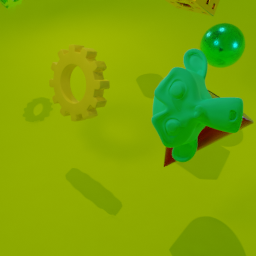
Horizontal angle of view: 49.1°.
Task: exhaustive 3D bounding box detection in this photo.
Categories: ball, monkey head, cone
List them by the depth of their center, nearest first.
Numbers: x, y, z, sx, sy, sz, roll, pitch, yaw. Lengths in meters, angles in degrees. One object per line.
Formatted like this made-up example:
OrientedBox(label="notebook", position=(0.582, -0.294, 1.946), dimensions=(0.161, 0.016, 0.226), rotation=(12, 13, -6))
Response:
OrientedBox(label="monkey head", position=(0.942, -0.262, 3.907), dimensions=(1.251, 1.740, 1.048), rotation=(9, 9, 23))
OrientedBox(label="cone", position=(1.138, 0.097, 5.361), dimensions=(1.678, 1.684, 1.678), rotation=(28, 18, -10))
OrientedBox(label="ball", position=(2.760, -2.408, 8.215), dimensions=(1.266, 1.266, 1.266), rotation=(0, 43, 0))

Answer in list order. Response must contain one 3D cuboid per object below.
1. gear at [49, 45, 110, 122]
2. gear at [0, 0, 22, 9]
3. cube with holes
OrientedBox(label="gear", position=(-1.176, -1.032, 6.539), dimensions=(1.714, 1.714, 0.317), rotation=(33, 27, 30))
OrientedBox(label="gear", position=(-3.446, -4.242, 8.653), dimensions=(0.224, 1.211, 1.211), rotation=(41, 48, -8))
OrientedBox(label="cube with holes", position=(1.629, -3.641, 6.952), dimensions=(1.163, 1.163, 1.163), rotation=(30, 19, 33))
